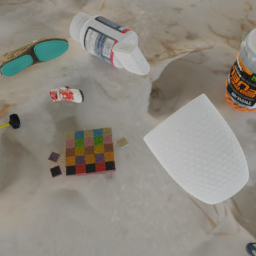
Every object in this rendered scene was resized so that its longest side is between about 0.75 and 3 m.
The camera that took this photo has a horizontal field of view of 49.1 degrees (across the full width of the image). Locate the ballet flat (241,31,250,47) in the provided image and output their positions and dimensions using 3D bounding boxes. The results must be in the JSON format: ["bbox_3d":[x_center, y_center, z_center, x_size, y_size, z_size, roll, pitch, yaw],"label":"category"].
[{"bbox_3d":[4.983,-2.964,11.212,0.741,0.784,2.327,-17,62,-6],"label":"ballet flat"}]

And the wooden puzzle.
[{"bbox_3d":[-1.303,0.788,9.404,2.717,0.191,1.611,-6,61,-3],"label":"wooden puzzle"}]

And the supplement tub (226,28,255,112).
[{"bbox_3d":[4.350,-1.828,9.402,1.704,2.781,1.704,0,60,1],"label":"supplement tub"}]

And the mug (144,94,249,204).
[{"bbox_3d":[2.169,0.610,8.084,2.525,2.126,2.880,54,29,6],"label":"mug"}]

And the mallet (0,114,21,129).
[{"bbox_3d":[-4.588,-0.086,9.873,1.563,0.322,0.515,-15,62,-4],"label":"mallet"}]

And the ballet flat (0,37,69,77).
[{"bbox_3d":[-3.826,-3.029,11.150,2.936,1.035,0.958,-27,54,-18],"label":"ballet flat"}]

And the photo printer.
[{"bbox_3d":[0.135,-2.131,8.787,0.947,1.138,0.395,24,75,41],"label":"photo printer"}]

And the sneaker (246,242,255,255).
[{"bbox_3d":[3.949,3.474,7.678,1.304,0.535,0.457,18,62,10],"label":"sneaker"}]

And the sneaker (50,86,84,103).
[{"bbox_3d":[-1.684,-0.856,7.554,0.608,0.379,1.135,-20,28,-34],"label":"sneaker"}]

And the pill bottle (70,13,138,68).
[{"bbox_3d":[-1.003,-3.572,11.136,2.488,1.488,1.488,32,65,17],"label":"pill bottle"}]
